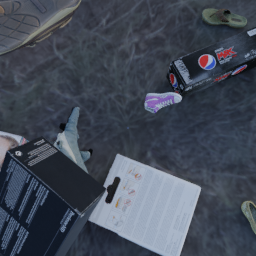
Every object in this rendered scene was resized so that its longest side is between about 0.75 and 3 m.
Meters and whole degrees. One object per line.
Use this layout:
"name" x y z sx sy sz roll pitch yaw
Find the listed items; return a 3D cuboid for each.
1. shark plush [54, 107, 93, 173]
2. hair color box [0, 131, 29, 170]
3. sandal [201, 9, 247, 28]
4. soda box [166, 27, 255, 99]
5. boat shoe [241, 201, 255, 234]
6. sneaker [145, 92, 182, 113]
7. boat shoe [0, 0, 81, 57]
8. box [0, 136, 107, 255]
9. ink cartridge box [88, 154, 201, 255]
"shark plush" -1.505 0.774 7.723 1.135 1.239 2.726 6 53 -22
"hair color box" -3.993 0.540 7.616 2.194 0.664 1.097 13 74 2
"sandal" 3.166 -3.676 9.166 1.499 0.428 0.595 9 72 3
"soda box" 2.625 -1.889 8.267 2.853 1.010 0.904 -23 76 -8
"boat shoe" 3.381 2.412 7.193 0.422 0.364 1.157 -26 74 -8
"sneaker" 0.778 -0.531 6.303 0.832 0.302 0.475 -1 56 24
"boat shoe" -1.746 -1.752 4.894 2.265 0.830 0.844 -36 83 -17
"box" -1.972 1.874 6.207 1.928 1.077 2.731 38 119 13
"ink cartridge box" 0.461 1.996 7.276 2.376 0.595 1.912 20 73 11
